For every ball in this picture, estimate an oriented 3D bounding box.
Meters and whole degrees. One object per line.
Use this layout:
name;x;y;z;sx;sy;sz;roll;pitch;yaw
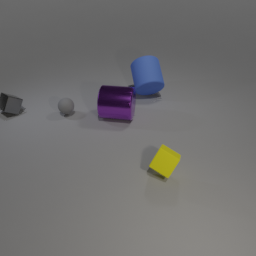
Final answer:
ball;-2.672;-0.962;12.083;0.700;0.700;0.700;0;33;0

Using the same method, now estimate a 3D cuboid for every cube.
cube;-5.130;-1.061;12.167;0.700;0.700;0.700;23;7;39
cube;1.163;1.022;8.759;0.700;0.700;0.700;31;12;8

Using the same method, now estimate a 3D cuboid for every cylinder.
cylinder;-0.451;-1.064;11.797;1.400;1.400;1.400;5;34;8
cylinder;0.919;-2.486;13.378;1.400;1.400;1.400;-7;72;-11
